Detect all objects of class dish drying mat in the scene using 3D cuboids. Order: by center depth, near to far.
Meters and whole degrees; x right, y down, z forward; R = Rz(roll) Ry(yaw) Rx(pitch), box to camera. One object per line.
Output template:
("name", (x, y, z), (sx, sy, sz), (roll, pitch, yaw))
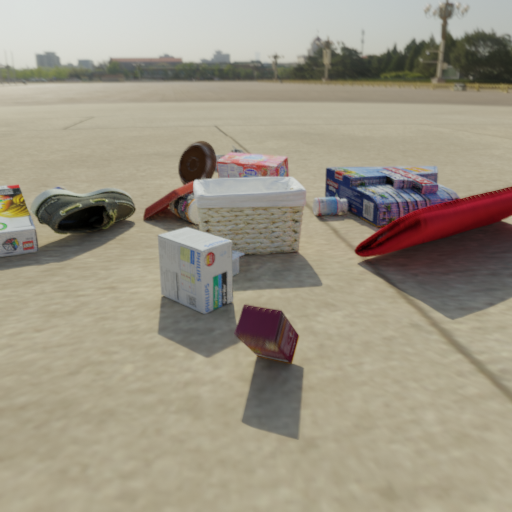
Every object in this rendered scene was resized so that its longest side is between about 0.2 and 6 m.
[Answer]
("dish drying mat", (3.972, -0.767, 10.588), (4.549, 0.414, 1.747), (-15, -14, -35))

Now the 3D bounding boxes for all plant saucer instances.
("plant saucer", (-1.922, -1.305, 12.761), (1.185, 0.218, 1.187), (-28, 6, 27))
("plant saucer", (-1.673, -2.485, 15.309), (1.382, 1.382, 0.222), (15, 4, 36))

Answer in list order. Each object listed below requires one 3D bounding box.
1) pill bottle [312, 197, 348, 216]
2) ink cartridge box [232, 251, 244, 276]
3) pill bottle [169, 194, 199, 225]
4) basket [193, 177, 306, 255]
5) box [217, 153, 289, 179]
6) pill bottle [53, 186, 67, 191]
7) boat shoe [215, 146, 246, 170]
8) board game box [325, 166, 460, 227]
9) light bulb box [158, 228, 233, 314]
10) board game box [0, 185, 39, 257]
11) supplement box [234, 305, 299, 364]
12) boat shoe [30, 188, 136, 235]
("pill bottle", (1.707, -1.143, 12.920), (0.749, 0.408, 0.408), (-2, 19, -9))
("ink cartridge box", (-0.641, 0.177, 9.281), (0.528, 0.311, 0.917), (12, 23, 31))
("pill bottle", (-1.479, -1.068, 12.447), (0.592, 0.592, 1.018), (-14, 22, -35))
("basket", (-0.148, -0.755, 10.561), (1.996, 1.231, 1.353), (-4, 20, -8))
("box", (-0.077, -2.189, 14.989), (1.765, 0.906, 0.835), (8, 30, 25))
("pill bottle", (-4.914, -1.407, 13.628), (0.437, 0.437, 0.787), (2, 20, 5))
("boat shoe", (-0.692, -3.303, 18.621), (1.682, 0.717, 0.621), (-10, 22, -27))
("board game box", (3.493, -1.548, 13.365), (2.818, 0.870, 2.819), (-7, 20, -16))
("light bulb box", (-0.887, 0.191, 8.215), (0.996, 0.987, 0.621), (18, 27, 39))
("board game box", (-5.922, -0.527, 10.319), (3.288, 0.569, 2.076), (-10, 34, -27))
("supplement box", (0.142, 0.903, 6.387), (0.476, 0.370, 0.864), (8, -23, 22))
("boat shoe", (-3.385, -0.873, 11.562), (0.749, 0.895, 2.505), (45, 26, 21))
